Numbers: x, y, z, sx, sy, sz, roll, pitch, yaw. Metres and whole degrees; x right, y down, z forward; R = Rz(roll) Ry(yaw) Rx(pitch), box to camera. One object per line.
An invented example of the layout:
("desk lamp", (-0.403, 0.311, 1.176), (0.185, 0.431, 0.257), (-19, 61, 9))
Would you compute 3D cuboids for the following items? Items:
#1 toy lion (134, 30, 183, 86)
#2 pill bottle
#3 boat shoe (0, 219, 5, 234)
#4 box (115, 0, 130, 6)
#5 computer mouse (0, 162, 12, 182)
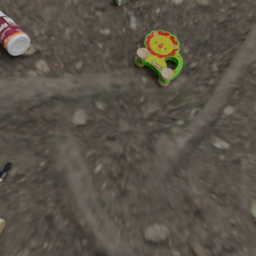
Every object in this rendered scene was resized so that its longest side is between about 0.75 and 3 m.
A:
("toy lion", (0.961, -2.046, 7.786), (1.408, 0.484, 1.350), (43, 71, 10))
("pill bottle", (-3.372, -2.661, 7.776), (0.698, 0.698, 1.223), (-43, 78, -11))
("boat shoe", (-3.877, 2.900, 6.133), (0.849, 0.942, 2.619), (41, 84, 5))
("box", (0.051, -4.082, 8.329), (0.998, 0.410, 0.341), (-31, 78, -7))
("computer mouse", (-3.497, 0.938, 7.041), (1.037, 0.227, 0.568), (25, 81, 1))
